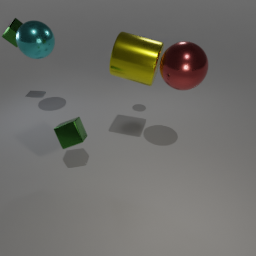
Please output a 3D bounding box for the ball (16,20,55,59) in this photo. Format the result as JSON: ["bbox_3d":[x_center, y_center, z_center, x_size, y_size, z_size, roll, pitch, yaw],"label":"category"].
[{"bbox_3d":[-3.485,-3.324,10.598,1.400,1.400,1.400,0,31,0],"label":"ball"}]

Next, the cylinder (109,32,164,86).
[{"bbox_3d":[0.280,-2.185,8.901,1.400,1.400,1.400,17,34,6],"label":"cylinder"}]

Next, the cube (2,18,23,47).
[{"bbox_3d":[-4.613,-3.923,11.548,0.700,0.700,0.700,-26,40,38],"label":"cube"}]

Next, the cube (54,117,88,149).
[{"bbox_3d":[-1.763,0.143,8.698,0.700,0.700,0.700,-19,12,8],"label":"cube"}]

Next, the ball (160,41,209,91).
[{"bbox_3d":[1.625,-1.801,8.184,1.400,1.400,1.400,0,31,0],"label":"ball"}]
